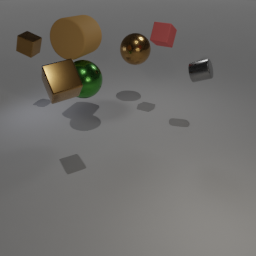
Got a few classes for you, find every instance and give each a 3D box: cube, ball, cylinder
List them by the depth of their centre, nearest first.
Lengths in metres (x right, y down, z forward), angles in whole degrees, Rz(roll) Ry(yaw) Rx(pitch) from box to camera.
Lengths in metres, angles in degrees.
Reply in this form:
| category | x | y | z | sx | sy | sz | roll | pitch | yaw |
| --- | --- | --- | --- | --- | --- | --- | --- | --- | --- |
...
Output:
| category | x | y | z | sx | sy | sz | roll | pitch | yaw |
| --- | --- | --- | --- | --- | --- | --- | --- | --- | --- |
| cube | -1.531 | -1.065 | 6.453 | 0.700 | 0.700 | 0.700 | -21 | -6 | -21 |
| cylinder | 2.585 | -2.029 | 9.923 | 0.700 | 0.700 | 0.700 | -8 | 22 | 30 |
| cylinder | -1.854 | -3.297 | 10.129 | 1.400 | 1.400 | 1.400 | 9 | 28 | 17 |
| ball | -1.637 | -1.791 | 10.290 | 1.400 | 1.400 | 1.400 | 0 | 29 | 0 |
| cube | 1.333 | -3.498 | 10.520 | 0.700 | 0.700 | 0.700 | 17 | 6 | 25 |
| cube | -4.027 | -3.410 | 11.405 | 0.700 | 0.700 | 0.700 | 25 | 37 | 2 |
| ball | 0.332 | -3.575 | 12.708 | 1.400 | 1.400 | 1.400 | 0 | 29 | 0 |
